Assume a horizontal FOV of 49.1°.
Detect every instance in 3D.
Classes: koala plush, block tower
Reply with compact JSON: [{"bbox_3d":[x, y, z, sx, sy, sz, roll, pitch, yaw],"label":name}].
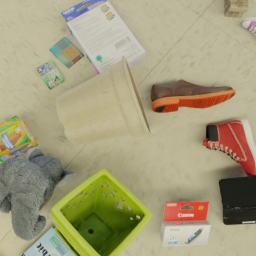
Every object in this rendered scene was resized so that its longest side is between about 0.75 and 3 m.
[{"bbox_3d":[-2.359,1.342,7.209,1.810,2.041,1.875,31,116,10],"label":"koala plush"},{"bbox_3d":[3.630,-4.785,9.451,0.607,0.650,2.248,5,73,1],"label":"block tower"}]

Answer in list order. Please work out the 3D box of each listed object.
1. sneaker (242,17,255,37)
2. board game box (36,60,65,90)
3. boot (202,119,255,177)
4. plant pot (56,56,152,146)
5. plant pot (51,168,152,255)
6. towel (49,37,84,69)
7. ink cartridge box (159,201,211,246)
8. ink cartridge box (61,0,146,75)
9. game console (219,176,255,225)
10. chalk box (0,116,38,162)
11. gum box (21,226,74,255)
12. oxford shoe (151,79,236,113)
[{"bbox_3d":[4.268,-3.054,9.062,1.322,0.479,0.754,21,79,6],"label":"sneaker"},{"bbox_3d":[-2.451,-1.682,8.861,0.567,0.123,0.843,-32,77,-9],"label":"board game box"},{"bbox_3d":[2.894,0.757,7.930,1.405,0.705,1.948,-9,67,-2],"label":"boot"},{"bbox_3d":[-0.696,-0.530,7.641,2.094,2.287,2.287,-18,75,7],"label":"plant pot"},{"bbox_3d":[-0.729,2.308,6.717,1.707,1.549,1.698,42,50,16],"label":"plant pot"},{"bbox_3d":[-1.995,-2.454,9.081,0.706,0.105,0.963,-43,79,-10],"label":"towel"},{"bbox_3d":[1.516,2.490,7.277,1.278,0.286,1.126,3,104,-13],"label":"ink cartridge box"},{"bbox_3d":[-0.812,-2.935,8.985,1.592,0.560,2.668,-32,80,-8],"label":"ink cartridge box"},{"bbox_3d":[3.167,1.960,7.503,1.314,1.155,0.764,-7,40,11],"label":"game console"},{"bbox_3d":[-3.435,0.430,7.912,1.369,0.847,0.852,-32,77,-9],"label":"chalk box"},{"bbox_3d":[-2.116,3.384,7.422,1.134,0.253,0.963,-42,79,-10],"label":"gum box"},{"bbox_3d":[1.919,-1.088,8.329,2.510,0.893,0.910,-6,70,-2],"label":"oxford shoe"}]
